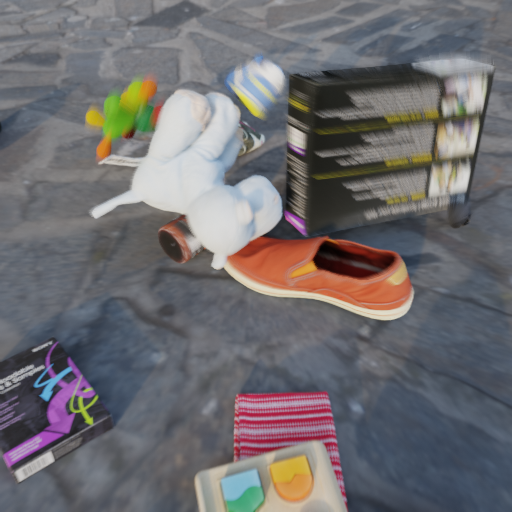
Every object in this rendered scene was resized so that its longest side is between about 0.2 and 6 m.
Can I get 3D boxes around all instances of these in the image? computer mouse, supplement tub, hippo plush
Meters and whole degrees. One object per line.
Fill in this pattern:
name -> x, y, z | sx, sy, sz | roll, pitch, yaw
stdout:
computer mouse -> 3.568, -0.712, 9.629 | 0.278, 0.478, 1.632 | -4, 0, 29
supplement tub -> -0.960, -0.490, 9.544 | 0.716, 0.716, 1.339 | 29, 51, 32
hippo plush -> -0.641, -1.090, 8.094 | 2.010, 1.991, 2.499 | 42, 42, 24

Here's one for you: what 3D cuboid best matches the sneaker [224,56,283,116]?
sneaker -> -0.006, -2.784, 9.072 | 0.776, 0.698, 1.888 | -47, 24, 9

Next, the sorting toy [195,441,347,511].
sorting toy -> 0.213, 2.669, 5.669 | 1.478, 0.270, 1.368 | -10, 52, -10

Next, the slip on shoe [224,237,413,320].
slip on shoe -> 0.851, 0.097, 8.595 | 3.125, 0.956, 1.158 | 14, 45, 27

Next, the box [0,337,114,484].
box -> -2.724, 1.828, 6.990 | 1.215, 0.307, 1.700 | -27, 44, -30

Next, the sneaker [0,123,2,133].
sneaker -> -6.414, -2.892, 12.779 | 0.834, 0.722, 1.926 | -8, 38, -2

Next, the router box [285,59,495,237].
router box -> 2.101, -1.779, 9.031 | 3.242, 2.418, 0.828 | -11, 31, -19

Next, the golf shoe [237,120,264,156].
golf shoe -> -0.788, -2.867, 12.803 | 2.116, 0.817, 0.932 | 36, 34, 29

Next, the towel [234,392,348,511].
towel -> 0.353, 2.279, 6.508 | 1.227, 0.191, 1.697 | -1, 38, -2

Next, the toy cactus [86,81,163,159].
toy cactus -> -1.826, -2.447, 10.795 | 2.317, 1.436, 2.808 | 8, -1, -42
